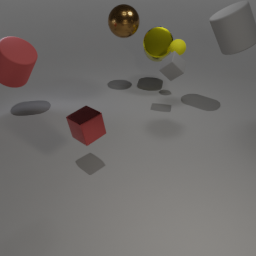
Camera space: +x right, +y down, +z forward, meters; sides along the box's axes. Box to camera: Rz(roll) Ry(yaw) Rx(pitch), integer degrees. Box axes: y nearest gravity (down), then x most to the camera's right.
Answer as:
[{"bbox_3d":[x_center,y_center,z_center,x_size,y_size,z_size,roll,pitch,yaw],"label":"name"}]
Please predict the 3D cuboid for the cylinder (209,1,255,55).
[{"bbox_3d":[3.879,-3.627,10.203,1.400,1.400,1.400,-26,24,12],"label":"cylinder"}]

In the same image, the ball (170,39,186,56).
[{"bbox_3d":[2.192,-3.530,12.275,0.700,0.700,0.700,0,30,0],"label":"ball"}]

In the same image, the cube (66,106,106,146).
[{"bbox_3d":[-1.114,-0.073,7.534,0.700,0.700,0.700,-34,42,-30],"label":"cube"}]

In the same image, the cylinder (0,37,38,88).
[{"bbox_3d":[-4.387,-2.521,10.815,1.400,1.400,1.400,21,46,-24],"label":"cylinder"}]

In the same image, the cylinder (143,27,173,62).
[{"bbox_3d":[1.456,-4.031,13.629,1.400,1.400,1.400,3,5,5],"label":"cylinder"}]

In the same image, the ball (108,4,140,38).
[{"bbox_3d":[-0.186,-4.700,12.353,1.400,1.400,1.400,0,30,0],"label":"ball"}]

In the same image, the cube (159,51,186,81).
[{"bbox_3d":[1.759,-2.423,11.003,0.700,0.700,0.700,-28,34,44],"label":"cube"}]
